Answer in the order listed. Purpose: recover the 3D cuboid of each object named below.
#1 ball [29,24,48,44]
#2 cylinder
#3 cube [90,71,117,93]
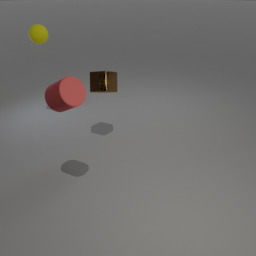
[{"bbox_3d":[-3.340,-3.501,10.459,0.700,0.700,0.700,0,28,0],"label":"ball"},{"bbox_3d":[-1.449,-0.769,6.476,0.700,0.700,0.700,-12,13,46],"label":"cylinder"},{"bbox_3d":[-0.837,-1.578,9.668,0.700,0.700,0.700,4,7,31],"label":"cube"}]
